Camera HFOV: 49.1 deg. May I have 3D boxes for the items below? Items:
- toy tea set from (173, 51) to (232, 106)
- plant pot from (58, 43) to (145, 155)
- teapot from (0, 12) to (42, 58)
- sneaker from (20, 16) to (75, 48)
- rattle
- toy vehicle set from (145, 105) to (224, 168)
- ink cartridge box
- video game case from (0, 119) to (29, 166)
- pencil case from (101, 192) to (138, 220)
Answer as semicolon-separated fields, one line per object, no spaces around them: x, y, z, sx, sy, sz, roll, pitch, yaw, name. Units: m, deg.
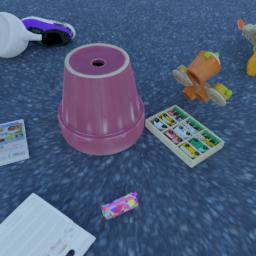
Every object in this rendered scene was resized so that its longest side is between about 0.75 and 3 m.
2.333;-1.574;8.738;0.992;1.594;2.681;-45;13;-3;toy tea set
-0.811;-0.976;8.195;2.689;2.407;2.689;0;44;0;plant pot
-4.932;-3.823;11.808;1.940;1.915;1.417;51;24;14;teapot
-3.852;-4.171;12.445;2.753;0.957;1.369;6;46;6;sneaker
5.039;-3.379;11.806;1.762;1.933;2.707;17;24;-44;rattle
1.672;0.168;8.545;1.303;0.278;2.097;-27;51;-25;toy vehicle set
-1.935;2.539;6.062;1.951;0.557;1.586;29;51;18;ink cartridge box
-3.644;0.430;8.375;1.166;0.147;1.628;-15;47;-14;video game case
-0.190;1.866;6.756;0.907;0.401;0.401;-22;49;-20;pencil case
